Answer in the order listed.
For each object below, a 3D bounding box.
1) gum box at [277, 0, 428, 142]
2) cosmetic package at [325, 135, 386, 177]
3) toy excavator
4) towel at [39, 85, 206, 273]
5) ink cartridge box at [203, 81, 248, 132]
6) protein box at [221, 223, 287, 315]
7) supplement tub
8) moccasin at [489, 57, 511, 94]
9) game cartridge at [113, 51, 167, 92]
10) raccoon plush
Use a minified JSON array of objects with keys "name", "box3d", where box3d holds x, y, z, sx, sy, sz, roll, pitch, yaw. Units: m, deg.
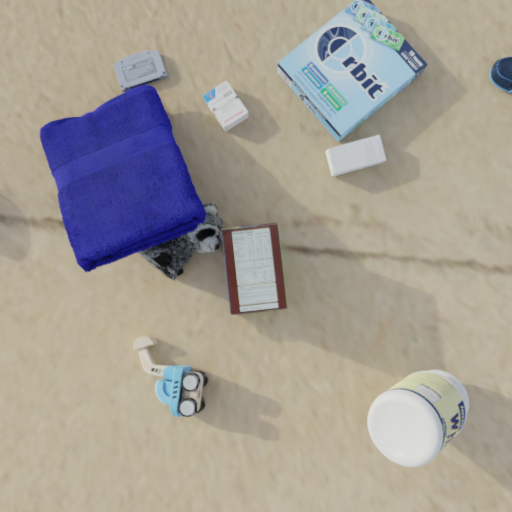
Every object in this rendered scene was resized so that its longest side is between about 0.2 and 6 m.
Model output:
[{"name":"gum box","box3d":[1.883,-3.724,11.119,2.260,0.503,1.920,-40,86,-3]},{"name":"cosmetic package","box3d":[1.946,-1.957,10.974,1.069,0.396,0.543,-15,92,-2]},{"name":"toy excavator","box3d":[-1.671,2.268,10.519,1.429,0.714,1.389,5,83,9]},{"name":"towel","box3d":[-2.463,-1.462,10.280,2.426,0.814,3.286,-23,63,-2]},{"name":"ink cartridge box","box3d":[-0.596,-2.965,11.132,0.576,0.332,0.788,-33,85,-3]},{"name":"protein box","box3d":[-0.036,0.280,10.243,1.010,1.486,1.497,-6,85,-1]},{"name":"supplement tub","box3d":[2.873,2.739,9.735,1.278,1.763,1.278,7,101,38]},{"name":"moccasin","box3d":[5.810,-3.619,10.972,2.261,0.771,0.910,5,85,0]},{"name":"game cartridge","box3d":[-2.343,-3.757,11.292,0.972,0.197,0.648,-18,88,-2]},{"name":"raccoon plush","box3d":[-1.739,-0.679,10.598,2.350,1.137,1.575,38,78,4]}]
